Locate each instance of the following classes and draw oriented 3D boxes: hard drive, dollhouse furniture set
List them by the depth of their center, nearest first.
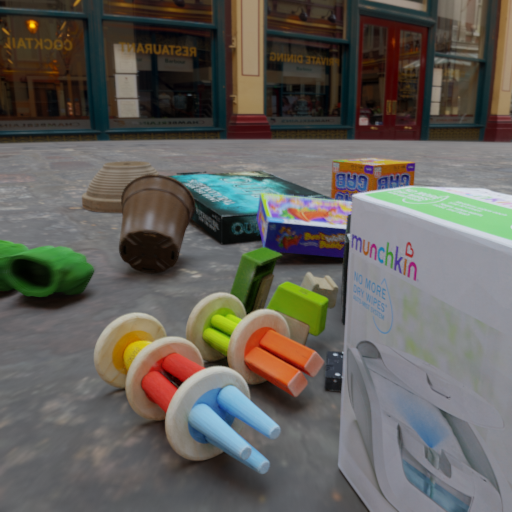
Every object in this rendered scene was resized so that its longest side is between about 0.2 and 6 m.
[{"bbox_3d":[1.195,1.237,5.902,0.928,0.176,0.648,2,15,8],"label":"hard drive"},{"bbox_3d":[0.932,0.899,6.506,2.731,1.054,1.365,23,20,21],"label":"dollhouse furniture set"}]

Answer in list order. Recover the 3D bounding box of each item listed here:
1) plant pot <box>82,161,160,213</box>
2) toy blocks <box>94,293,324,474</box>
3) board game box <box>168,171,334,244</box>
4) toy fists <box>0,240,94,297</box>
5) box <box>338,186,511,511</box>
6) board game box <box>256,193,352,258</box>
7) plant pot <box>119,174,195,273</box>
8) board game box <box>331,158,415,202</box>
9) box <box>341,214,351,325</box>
[{"bbox_3d":[-3.734,-2.078,16.287,2.654,1.225,2.654,-1,15,0],"label":"plant pot"},{"bbox_3d":[-0.202,1.100,5.191,1.871,0.815,2.245,-12,19,-35],"label":"toy blocks"},{"bbox_3d":[-0.237,-1.409,14.213,3.225,0.671,4.768,-7,21,-24],"label":"board game box"},{"bbox_3d":[-3.625,0.197,8.560,2.270,0.780,1.157,5,12,13],"label":"toy fists"},{"bbox_3d":[1.591,0.879,3.219,1.233,2.251,2.551,-4,16,-16],"label":"box"},{"bbox_3d":[1.382,-0.575,10.867,2.603,0.583,1.750,5,23,-7],"label":"board game box"},{"bbox_3d":[-1.807,-0.505,9.836,1.347,1.347,1.333,0,44,1],"label":"plant pot"},{"bbox_3d":[2.942,-1.672,14.250,1.474,1.474,1.475,-10,18,-33],"label":"board game box"},{"bbox_3d":[1.958,0.152,8.025,1.415,1.184,1.906,3,16,9],"label":"box"}]
